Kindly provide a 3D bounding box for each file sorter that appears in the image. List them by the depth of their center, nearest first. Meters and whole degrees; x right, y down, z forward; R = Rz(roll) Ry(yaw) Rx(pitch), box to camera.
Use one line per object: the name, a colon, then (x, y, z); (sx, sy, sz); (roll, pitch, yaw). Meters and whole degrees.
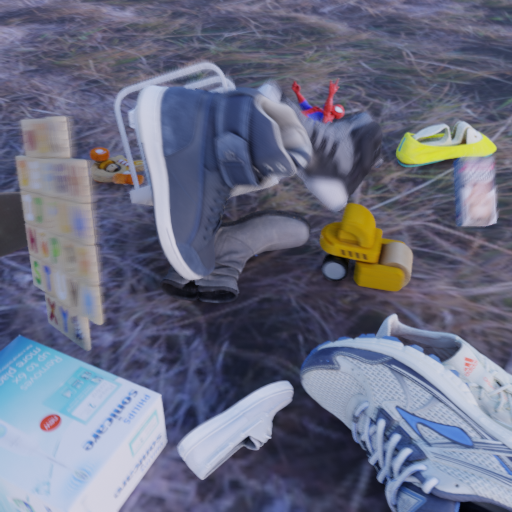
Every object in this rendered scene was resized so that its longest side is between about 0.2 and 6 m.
file sorter: (-0.881, -1.804, 9.154); (1.822, 1.635, 2.626); (-14, -1, 11)

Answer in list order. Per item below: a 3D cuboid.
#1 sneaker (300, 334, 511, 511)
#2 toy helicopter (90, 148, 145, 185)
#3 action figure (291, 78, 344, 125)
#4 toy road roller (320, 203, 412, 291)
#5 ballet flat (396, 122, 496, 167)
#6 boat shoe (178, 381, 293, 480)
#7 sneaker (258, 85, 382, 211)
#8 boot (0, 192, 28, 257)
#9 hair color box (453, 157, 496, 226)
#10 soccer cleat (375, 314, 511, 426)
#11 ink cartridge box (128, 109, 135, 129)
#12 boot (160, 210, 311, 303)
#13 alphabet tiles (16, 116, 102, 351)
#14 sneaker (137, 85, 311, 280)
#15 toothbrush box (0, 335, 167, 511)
sneaker: (1.734, 2.010, 5.617); (3.427, 1.320, 1.460); (25, 47, 31)
toy helicopter: (-2.554, -1.785, 11.425); (1.592, 0.628, 1.053); (-13, 40, -23)
action figure: (0.832, -3.526, 13.199); (2.922, 1.446, 0.954); (-13, 38, -21)
toy road roller: (1.727, -0.172, 8.713); (1.473, 1.075, 0.905); (12, 38, 11)
ballet flat: (4.216, -2.483, 12.182); (2.446, 0.820, 0.817); (-10, 37, -13)
boat shoe: (-0.119, 1.959, 6.335); (1.528, 0.550, 0.524); (-21, 59, -34)
sneaker: (1.042, -1.897, 8.562); (1.366, 2.401, 0.906); (-41, 34, 1)
boot: (-4.973, -0.438, 9.255); (3.028, 1.114, 1.142); (-23, 31, -26)
hair color box: (3.723, -1.090, 9.542); (0.569, 1.137, 0.344); (-1, -5, -5)
soccer cleat: (2.536, 1.545, 6.432); (2.653, 1.029, 0.919); (22, 41, 26)
ink cartridge box: (-2.591, -3.485, 13.911); (0.710, 0.412, 0.980); (16, 39, 21)
boot: (-0.268, 0.088, 8.715); (2.272, 0.793, 1.495); (-5, 47, 10)
alphabet tiles: (-2.553, -0.302, 7.122); (0.090, 2.833, 2.357); (-12, 17, -36)
sneaker: (-0.286, -0.802, 7.179); (1.986, 2.748, 1.045); (2, 35, 13)
toothbrush box: (-2.239, 1.934, 6.020); (2.067, 0.881, 1.513); (18, 40, 21)
